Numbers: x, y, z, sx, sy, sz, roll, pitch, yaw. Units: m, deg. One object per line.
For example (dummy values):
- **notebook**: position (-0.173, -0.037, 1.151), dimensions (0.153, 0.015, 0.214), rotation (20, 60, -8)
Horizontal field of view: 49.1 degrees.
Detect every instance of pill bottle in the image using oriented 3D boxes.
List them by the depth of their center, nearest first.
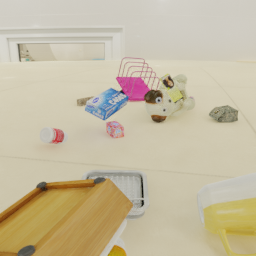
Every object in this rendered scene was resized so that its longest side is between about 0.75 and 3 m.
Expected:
- **pill bottle**: position (-0.231, 2.008, 4.209), dimensions (0.418, 0.418, 0.752), rotation (1, 17, 3)
- **pill bottle**: position (-2.403, 0.266, 9.188), dimensions (0.516, 0.516, 0.919), rotation (9, -3, 26)

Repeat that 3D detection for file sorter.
- **file sorter**: position (0.582, -2.950, 16.552), dimensions (1.717, 1.549, 2.470), rotation (-3, 40, -23)

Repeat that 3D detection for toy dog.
- **toy dog**: position (1.630, -1.287, 12.573), dimensions (2.468, 1.776, 2.545), rotation (-6, 14, 26)

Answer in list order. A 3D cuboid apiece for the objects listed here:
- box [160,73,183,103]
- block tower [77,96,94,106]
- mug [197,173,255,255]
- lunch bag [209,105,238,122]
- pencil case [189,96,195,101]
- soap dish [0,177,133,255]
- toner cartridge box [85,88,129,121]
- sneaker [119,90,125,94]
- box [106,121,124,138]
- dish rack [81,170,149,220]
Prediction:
- **box**: position (1.570, -1.428, 10.138), dimensions (0.396, 1.052, 0.264), rotation (-34, 18, 5)
- **block tower**: position (-2.257, -1.481, 15.384), dimensions (0.369, 0.345, 1.277), rotation (13, 21, 38)
- **mug**: position (1.885, 1.457, 4.965), dimensions (1.155, 1.126, 1.406), rotation (-7, 11, 5)
- **lunch bag**: position (4.132, -0.595, 12.210), dimensions (1.006, 0.591, 0.825), rotation (-10, 22, -7)
- **pencil case**: position (2.788, -1.287, 14.369), dimensions (1.403, 0.613, 0.613), rotation (-10, 20, -26)
- **soap dish**: position (-1.201, 1.578, 4.081), dimensions (1.817, 0.938, 2.309), rotation (-9, 14, 27)
- **toner cartridge box**: position (-0.709, -0.888, 9.970), dimensions (0.831, 0.378, 1.749), rotation (26, 32, 13)
- **sneaker**: position (-0.103, -2.286, 17.368), dimensions (1.738, 0.677, 0.610), rotation (-8, 20, -25)
- **box**: position (-0.492, 0.047, 10.432), dimensions (0.445, 0.410, 0.867), rotation (-6, 19, -19)
- **dish rack**: position (-0.328, 1.442, 6.071), dimensions (1.527, 0.387, 1.780), rotation (0, 18, 2)
